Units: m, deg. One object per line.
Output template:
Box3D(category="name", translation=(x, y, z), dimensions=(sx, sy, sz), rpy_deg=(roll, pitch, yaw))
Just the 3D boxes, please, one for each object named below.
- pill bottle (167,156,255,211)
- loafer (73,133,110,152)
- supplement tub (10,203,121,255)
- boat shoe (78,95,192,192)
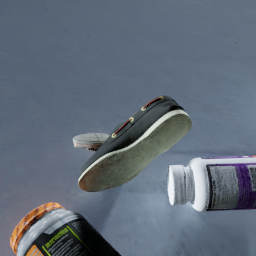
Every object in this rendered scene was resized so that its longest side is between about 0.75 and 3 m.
Box3D(category="pill bottle", translation=(1.733, 1.078, 5.432), dimensions=(1.841, 1.026, 1.026), rpy_deg=(-2, 47, 0))
Box3D(category="loafer", translation=(-0.448, 0.404, 6.316), dimensions=(1.546, 0.486, 0.556), rpy_deg=(-2, 21, -12))
Box3D(category="supplement tub", translation=(-0.775, 2.106, 4.126), dimensions=(2.018, 1.237, 1.237), rpy_deg=(35, 56, 30))
Box3D(category="boat shoe", translation=(0.039, 0.369, 5.761), dimensions=(2.632, 0.963, 0.825), rpy_deg=(-38, 42, 9))
